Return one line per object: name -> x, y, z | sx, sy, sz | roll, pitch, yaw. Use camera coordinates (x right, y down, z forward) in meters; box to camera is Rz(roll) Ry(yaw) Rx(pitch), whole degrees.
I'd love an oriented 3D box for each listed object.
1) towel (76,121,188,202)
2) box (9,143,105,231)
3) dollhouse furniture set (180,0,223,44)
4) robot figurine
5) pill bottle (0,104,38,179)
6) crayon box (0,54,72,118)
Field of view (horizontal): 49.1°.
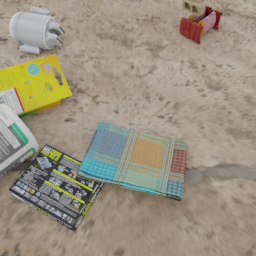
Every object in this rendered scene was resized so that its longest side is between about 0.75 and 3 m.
towel -> 0.201, 0.756, 7.196 | 2.591, 0.281, 1.900 | 13, 46, 4
box -> -1.706, 1.414, 6.967 | 1.881, 0.416, 1.507 | 24, 59, 15
dollhouse furniture set -> 2.587, -4.265, 9.577 | 1.261, 2.343, 0.953 | -41, 61, -21
robot figurine -> -3.221, -3.375, 9.694 | 1.959, 1.106, 1.662 | 12, 82, 8
pill bottle -> -3.677, 0.740, 6.758 | 1.504, 1.504, 2.660 | 39, 64, 22
crayon box -> -2.924, -1.144, 8.204 | 2.229, 0.566, 1.415 | -21, 88, -14
